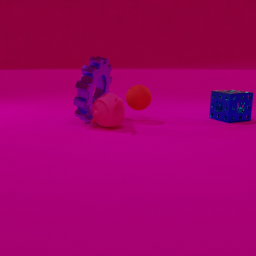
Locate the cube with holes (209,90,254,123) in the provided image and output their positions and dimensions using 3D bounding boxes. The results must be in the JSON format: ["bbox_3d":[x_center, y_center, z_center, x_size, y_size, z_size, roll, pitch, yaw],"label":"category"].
[{"bbox_3d":[3.474,-0.754,9.480,0.962,0.962,0.962,-5,14,-22],"label":"cube with holes"}]

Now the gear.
[{"bbox_3d":[-1.075,-1.219,8.954,0.381,2.059,2.059,17,17,12],"label":"gear"}]

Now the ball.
[{"bbox_3d":[0.348,-0.989,9.132,0.841,0.841,0.841,0,13,0],"label":"ball"}]

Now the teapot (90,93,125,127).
[{"bbox_3d":[-0.590,-0.513,8.128,0.812,1.031,1.657,-18,-11,-43],"label":"teapot"}]
